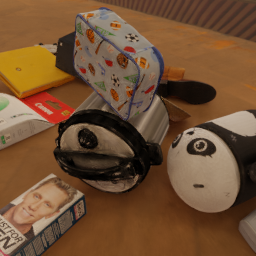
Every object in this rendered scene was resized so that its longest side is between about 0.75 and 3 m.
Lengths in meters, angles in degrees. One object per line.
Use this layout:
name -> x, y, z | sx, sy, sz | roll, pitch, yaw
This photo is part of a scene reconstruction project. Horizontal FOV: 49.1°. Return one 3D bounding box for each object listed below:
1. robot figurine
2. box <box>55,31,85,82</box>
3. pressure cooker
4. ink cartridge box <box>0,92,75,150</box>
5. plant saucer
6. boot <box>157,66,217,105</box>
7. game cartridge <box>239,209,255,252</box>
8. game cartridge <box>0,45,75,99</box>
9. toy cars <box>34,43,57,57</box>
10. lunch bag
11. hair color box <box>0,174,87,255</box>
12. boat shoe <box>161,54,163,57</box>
robot figurine -> 2.112, 0.567, 5.662 | 2.770, 2.081, 1.729 | -16, 60, -23
box -> -1.337, -2.739, 10.595 | 1.976, 1.225, 1.943 | 28, 39, 10
pressure cooker -> -0.345, 0.225, 5.854 | 2.027, 1.996, 2.269 | 39, 41, -5
ink cartridge box -> -3.153, -0.564, 8.354 | 2.677, 0.670, 2.154 | -31, 45, -34
plant saucer -> 0.735, -0.740, 7.979 | 2.234, 0.396, 2.234 | 30, 7, -4
boot -> 1.936, -1.622, 10.046 | 2.223, 0.808, 2.361 | -1, 26, 13
game cartridge -> 3.207, 2.111, 4.587 | 1.625, 0.499, 2.442 | -26, 42, -27
game cartridge -> -3.475, -2.126, 10.156 | 2.112, 0.389, 2.396 | 42, 42, 17
toy cars -> -3.538, -2.774, 11.432 | 1.183, 0.584, 2.638 | 27, 43, 0
lunch bag -> -0.263, -1.068, 4.769 | 0.678, 1.439, 1.796 | -29, 63, -29
hair color box -> -1.774, 1.733, 4.987 | 0.981, 0.593, 1.961 | 23, 41, 30
boat shoe -> 0.466, -3.160, 12.092 | 2.158, 0.676, 0.791 | -7, 35, -11
